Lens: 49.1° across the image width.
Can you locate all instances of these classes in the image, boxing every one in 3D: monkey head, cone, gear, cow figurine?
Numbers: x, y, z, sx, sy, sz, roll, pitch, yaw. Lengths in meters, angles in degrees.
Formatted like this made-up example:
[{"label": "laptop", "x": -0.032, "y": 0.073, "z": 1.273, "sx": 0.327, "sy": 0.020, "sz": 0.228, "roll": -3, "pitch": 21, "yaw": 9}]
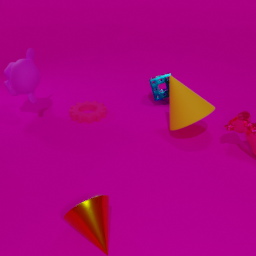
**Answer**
[{"label": "monkey head", "x": -3.043, "y": -1.476, "z": 8.467, "sx": 1.016, "sy": 1.687, "sz": 1.213, "roll": -6, "pitch": -7, "yaw": 17}, {"label": "cone", "x": -0.531, "y": 1.756, "z": 4.787, "sx": 0.872, "sy": 0.872, "sz": 0.875, "roll": -17, "pitch": 61, "yaw": -26}, {"label": "gear", "x": -1.249, "y": -0.518, "z": 8.798, "sx": 1.153, "sy": 0.213, "sz": 1.153, "roll": 0, "pitch": 31, "yaw": 0}, {"label": "cone", "x": 1.437, "y": -0.832, "z": 7.581, "sx": 1.332, "sy": 1.337, "sz": 1.332, "roll": -28, "pitch": 5, "yaw": 3}, {"label": "cow figurine", "x": 3.051, "y": 0.188, "z": 6.818, "sx": 0.688, "sy": 1.253, "sz": 1.232, "roll": -22, "pitch": 9, "yaw": -42}]

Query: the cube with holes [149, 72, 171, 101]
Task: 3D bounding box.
[{"label": "cube with holes", "x": 1.157, "y": -1.398, "z": 9.417, "sx": 0.729, "sy": 0.729, "sz": 0.729, "roll": -16, "pitch": 13, "yaw": 9}]
